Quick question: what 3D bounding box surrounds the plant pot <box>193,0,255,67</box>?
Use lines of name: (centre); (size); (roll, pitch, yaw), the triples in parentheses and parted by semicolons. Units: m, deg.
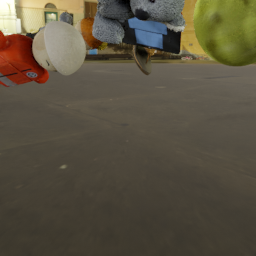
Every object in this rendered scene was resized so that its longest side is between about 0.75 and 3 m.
plant pot: (2.805, -2.479, 5.798); (2.336, 2.336, 2.496); (0, 12, 0)

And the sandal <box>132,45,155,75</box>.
sandal: (0.606, -2.558, 8.730); (0.782, 1.914, 0.523); (29, -31, -35)

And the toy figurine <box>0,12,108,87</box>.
toy figurine: (-1.675, -2.394, 5.056); (2.082, 2.993, 2.946); (-9, 21, 16)

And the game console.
game console: (0.508, -2.449, 6.893); (1.667, 0.259, 1.474); (17, -23, 14)

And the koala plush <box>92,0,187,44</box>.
koala plush: (0.272, -2.307, 4.822); (1.618, 1.435, 1.487); (20, 61, 23)
